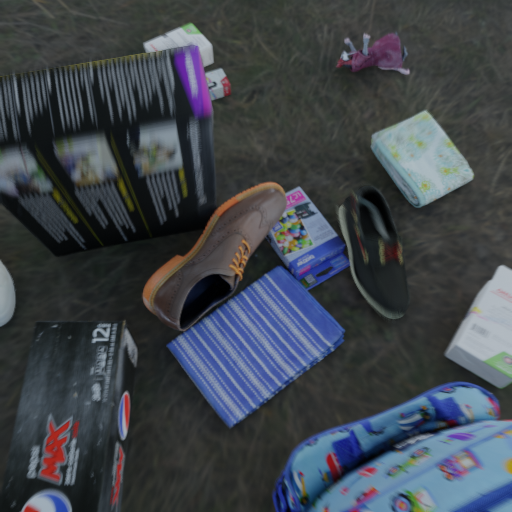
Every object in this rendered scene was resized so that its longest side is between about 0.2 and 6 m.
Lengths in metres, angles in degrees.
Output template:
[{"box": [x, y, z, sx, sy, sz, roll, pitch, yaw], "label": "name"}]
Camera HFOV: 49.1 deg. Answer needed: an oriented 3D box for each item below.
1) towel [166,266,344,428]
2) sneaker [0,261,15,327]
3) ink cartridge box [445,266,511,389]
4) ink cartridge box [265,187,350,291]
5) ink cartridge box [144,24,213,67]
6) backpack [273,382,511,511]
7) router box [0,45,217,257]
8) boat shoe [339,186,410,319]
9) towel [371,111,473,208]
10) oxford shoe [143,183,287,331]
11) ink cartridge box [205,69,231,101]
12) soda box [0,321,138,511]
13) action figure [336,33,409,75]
[{"box": [0.019, 1.376, 9.113, 2.428, 0.290, 1.758, -35, 66, -17], "label": "towel"}, {"box": [-4.980, -0.067, 9.378, 1.036, 1.205, 2.846, -28, 67, -16], "label": "sneaker"}, {"box": [3.952, 1.121, 9.073, 1.015, 0.583, 1.733, 32, 66, 16], "label": "ink cartridge box"}, {"box": [0.815, -0.333, 10.001, 1.049, 0.369, 1.758, -28, 67, -14], "label": "ink cartridge box"}, {"box": [-1.666, -4.355, 12.057, 1.199, 0.504, 0.873, -30, 66, -15], "label": "ink cartridge box"}, {"box": [1.969, 2.945, 6.244, 3.501, 3.834, 2.580, -19, 64, -9], "label": "backpack"}, {"box": [-2.136, -1.246, 8.355, 3.017, 4.044, 1.033, -11, 74, -7], "label": "router box"}, {"box": [2.071, -0.092, 9.559, 0.857, 0.734, 2.342, -3, 65, -25], "label": "boat shoe"}, {"box": [3.128, -1.851, 10.598, 1.417, 0.399, 1.656, -28, 77, -17], "label": "towel"}, {"box": [-0.428, 0.044, 9.167, 3.006, 1.072, 1.096, -47, 44, -8], "label": "oxford shoe"}, {"box": [-0.959, -3.554, 11.747, 0.716, 0.297, 0.522, -21, 64, -11], "label": "ink cartridge box"}, {"box": [-2.575, 2.912, 7.734, 1.387, 1.241, 3.920, 0, 61, 1], "label": "soda box"}, {"box": [2.423, -4.238, 12.024, 1.441, 1.073, 0.965, -18, 22, 6], "label": "action figure"}]
